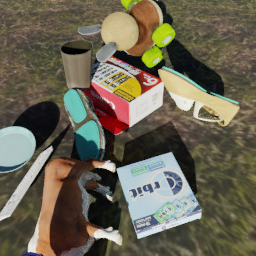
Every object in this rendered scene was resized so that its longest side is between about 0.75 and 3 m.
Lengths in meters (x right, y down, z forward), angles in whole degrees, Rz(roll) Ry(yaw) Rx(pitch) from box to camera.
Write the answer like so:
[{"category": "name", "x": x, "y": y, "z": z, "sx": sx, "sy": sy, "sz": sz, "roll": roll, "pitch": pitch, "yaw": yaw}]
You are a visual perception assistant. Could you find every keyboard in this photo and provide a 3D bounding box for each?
[{"category": "keyboard", "x": -2.317, "y": 1.204, "z": 6.384, "sx": 0.566, "sy": 0.107, "sz": 2.013, "roll": -25, "pitch": 28, "yaw": 35}]

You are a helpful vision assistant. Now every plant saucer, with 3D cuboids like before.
[{"category": "plant saucer", "x": -2.910, "y": 0.538, "z": 6.898, "sx": 1.298, "sy": 0.178, "sz": 1.298, "roll": -1, "pitch": 56, "yaw": 1}]

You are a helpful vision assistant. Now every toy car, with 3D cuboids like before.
[{"category": "toy car", "x": -0.206, "y": -2.770, "z": 8.469, "sx": 2.399, "sy": 1.893, "sz": 1.970, "roll": -29, "pitch": 75, "yaw": -28}]

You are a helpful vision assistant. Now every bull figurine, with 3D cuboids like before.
[{"category": "bull figurine", "x": -1.045, "y": 1.701, "z": 5.423, "sx": 1.672, "sy": 0.897, "sz": 2.754, "roll": 4, "pitch": 50, "yaw": -12}]

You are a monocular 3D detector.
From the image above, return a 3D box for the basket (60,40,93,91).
[{"category": "basket", "x": -1.392, "y": -1.691, "z": 7.780, "sx": 0.801, "sy": 1.178, "sz": 1.062, "roll": 14, "pitch": 39, "yaw": 11}]

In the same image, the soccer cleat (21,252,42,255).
[{"category": "soccer cleat", "x": -1.053, "y": 2.272, "z": 4.142, "sx": 0.555, "sy": 1.626, "sz": 0.595, "roll": -21, "pitch": 26, "yaw": 18}]

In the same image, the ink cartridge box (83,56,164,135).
[{"category": "ink cartridge box", "x": -0.413, "y": -1.085, "z": 8.556, "sx": 2.278, "sy": 0.955, "sz": 2.000, "roll": 32, "pitch": 52, "yaw": 31}]

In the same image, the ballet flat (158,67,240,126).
[{"category": "ballet flat", "x": 1.789, "y": -0.697, "z": 7.187, "sx": 2.667, "sy": 0.841, "sz": 0.915, "roll": 20, "pitch": 12, "yaw": -24}]

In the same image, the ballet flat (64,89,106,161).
[{"category": "ballet flat", "x": -0.995, "y": -0.006, "z": 7.374, "sx": 0.906, "sy": 0.906, "sz": 2.440, "roll": -13, "pitch": 59, "yaw": -14}]

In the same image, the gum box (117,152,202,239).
[{"category": "gum box", "x": 0.610, "y": 1.376, "z": 6.059, "sx": 1.358, "sy": 0.356, "sz": 1.598, "roll": -16, "pitch": 44, "yaw": -6}]
